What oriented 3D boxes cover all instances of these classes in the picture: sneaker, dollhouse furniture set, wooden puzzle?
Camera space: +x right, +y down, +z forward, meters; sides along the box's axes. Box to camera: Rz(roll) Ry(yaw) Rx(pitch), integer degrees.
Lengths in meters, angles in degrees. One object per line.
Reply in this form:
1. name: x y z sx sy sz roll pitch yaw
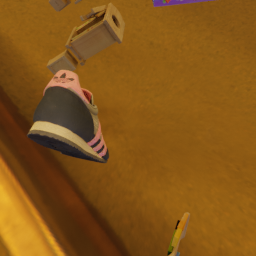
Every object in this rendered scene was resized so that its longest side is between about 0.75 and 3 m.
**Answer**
1. sneaker: -0.765 -0.033 4.910 0.959 2.732 1.121 11 78 5
2. dollhouse furniture set: -1.506 -2.735 7.247 2.161 1.911 1.201 -22 38 25
3. wooden puzzle: 0.676 1.677 4.024 0.145 1.238 0.835 18 36 21

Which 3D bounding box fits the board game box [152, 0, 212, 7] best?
1. board game box: 1.208 -2.789 5.299 1.608 0.360 1.081 -7 49 0
